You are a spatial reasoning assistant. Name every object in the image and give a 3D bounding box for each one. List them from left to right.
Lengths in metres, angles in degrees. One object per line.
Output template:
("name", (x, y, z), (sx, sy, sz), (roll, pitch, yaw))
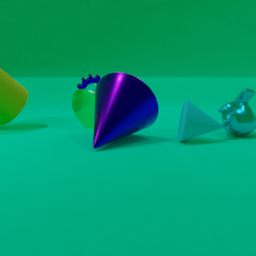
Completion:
("cylinder", (-3.451, -0.879, 7.219), (1.216, 1.216, 1.216), (11, -25, 43))
("gear", (-1.466, -1.578, 11.782), (1.359, 1.359, 0.251), (-3, 27, -15))
("cone", (-0.744, -0.708, 7.709), (1.126, 1.126, 1.130), (8, 29, 36))
("cone", (-0.351, -0.087, 5.850), (1.570, 1.570, 1.576), (6, 41, 26))
("cone", (1.634, -0.088, 6.058), (0.932, 0.929, 0.929), (10, 12, 3))
("monkey head", (2.676, -0.324, 6.525), (1.423, 1.024, 0.858), (4, 46, -26))
